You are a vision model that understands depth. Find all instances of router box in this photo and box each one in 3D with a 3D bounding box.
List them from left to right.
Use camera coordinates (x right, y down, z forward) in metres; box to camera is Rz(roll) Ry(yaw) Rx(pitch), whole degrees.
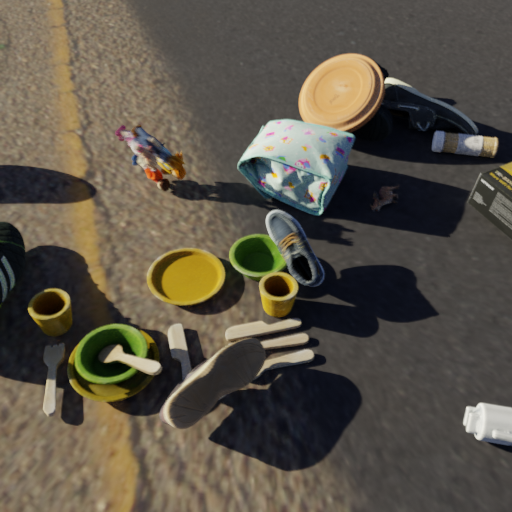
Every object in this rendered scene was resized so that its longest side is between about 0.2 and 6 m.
[{"bbox_3d":[6.169,-0.724,10.819,2.469,0.820,3.140,-20,52,-23],"label":"router box"}]

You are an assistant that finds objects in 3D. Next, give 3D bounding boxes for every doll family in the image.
[{"bbox_3d":[-2.000,-2.084,11.537,1.222,1.969,0.887,42,82,11],"label":"doll family"}]

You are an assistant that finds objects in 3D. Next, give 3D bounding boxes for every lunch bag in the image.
[{"bbox_3d":[0.811,-2.028,11.970,2.072,1.264,1.765,21,50,12],"label":"lunch bag"}]

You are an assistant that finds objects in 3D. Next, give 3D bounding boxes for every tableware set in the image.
[{"bbox_3d":[-1.430,0.840,9.518,4.580,0.703,3.085,-9,46,-10],"label":"tableware set"}]

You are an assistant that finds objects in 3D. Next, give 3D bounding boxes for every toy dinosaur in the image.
[{"bbox_3d":[2.731,-1.299,11.904,0.560,0.355,0.827,7,40,15],"label":"toy dinosaur"}]

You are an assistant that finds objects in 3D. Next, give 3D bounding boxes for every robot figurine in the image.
[{"bbox_3d":[3.522,2.447,8.118,0.941,0.531,0.798,8,16,8],"label":"robot figurine"}]

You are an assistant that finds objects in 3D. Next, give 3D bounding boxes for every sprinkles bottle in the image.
[{"bbox_3d":[4.848,-2.589,13.036,1.404,0.479,0.479,9,46,8],"label":"sprinkles bottle"}]

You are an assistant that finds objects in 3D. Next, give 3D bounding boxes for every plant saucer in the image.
[{"bbox_3d":[1.953,-3.817,13.130,2.085,0.337,2.085,-10,69,27],"label":"plant saucer"}]

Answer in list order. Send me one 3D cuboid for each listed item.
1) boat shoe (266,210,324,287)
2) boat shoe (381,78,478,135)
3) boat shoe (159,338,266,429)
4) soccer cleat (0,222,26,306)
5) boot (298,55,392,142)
[{"bbox_3d":[0.663,-0.173,9.975,0.569,0.730,1.608,-36,79,11],"label":"boat shoe"},{"bbox_3d":[4.124,-3.412,13.751,2.614,0.939,0.884,32,90,19],"label":"boat shoe"},{"bbox_3d":[-0.670,1.877,8.452,1.940,0.698,0.629,-36,11,-36],"label":"boat shoe"},{"bbox_3d":[-4.777,0.310,9.701,1.021,1.226,3.024,-2,46,-1],"label":"soccer cleat"},{"bbox_3d":[2.727,-4.077,14.071,2.718,1.038,2.284,29,56,33],"label":"boot"}]
